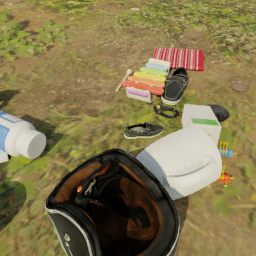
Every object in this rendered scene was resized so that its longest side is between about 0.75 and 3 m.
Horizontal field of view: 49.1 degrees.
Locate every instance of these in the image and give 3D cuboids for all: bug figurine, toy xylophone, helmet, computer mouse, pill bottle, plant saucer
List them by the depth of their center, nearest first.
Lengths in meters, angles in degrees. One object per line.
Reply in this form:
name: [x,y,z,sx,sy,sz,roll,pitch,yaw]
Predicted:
helmet: [-0.260,2.062,6.277,2.747,2.619,2.747,-33,14,9]
bug figurine: [2.708,1.079,8.956,1.375,0.456,1.773,12,38,18]
pill bottle: [-3.844,0.228,9.250,2.155,1.209,1.209,21,46,20]
computer mouse: [2.479,-0.721,11.028,2.984,0.508,0.875,4,43,5]
toy xylophone: [0.672,-2.116,12.413,2.155,0.740,2.944,10,42,12]
plant saucer: [5.016,-1.866,12.585,0.868,0.149,0.868,0,41,0]

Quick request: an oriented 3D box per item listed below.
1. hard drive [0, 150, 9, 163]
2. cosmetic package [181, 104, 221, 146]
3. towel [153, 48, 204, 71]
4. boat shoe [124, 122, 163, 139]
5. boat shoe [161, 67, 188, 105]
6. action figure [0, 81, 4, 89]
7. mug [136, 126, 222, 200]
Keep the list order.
hard drive: [-4.593,0.973,9.388,1.050,0.138,0.692,-15,44,-16]
cosmetic package: [2.495,-0.128,9.776,1.012,0.798,1.881,4,26,1]
towel: [2.584,-3.525,14.351,2.611,0.294,1.888,6,42,8]
boat shoe: [0.587,0.022,10.195,1.468,0.487,0.548,-5,42,-5]
boat shoe: [2.045,-1.856,12.121,0.913,0.761,2.446,17,46,16]
action figure: [-6.040,-1.331,10.961,2.274,1.693,1.523,-36,45,-16]
mug: [1.366,1.110,7.671,2.117,1.782,2.414,-21,7,-22]
